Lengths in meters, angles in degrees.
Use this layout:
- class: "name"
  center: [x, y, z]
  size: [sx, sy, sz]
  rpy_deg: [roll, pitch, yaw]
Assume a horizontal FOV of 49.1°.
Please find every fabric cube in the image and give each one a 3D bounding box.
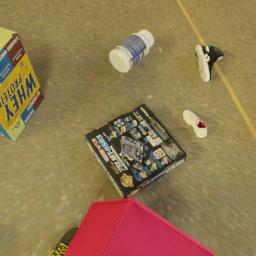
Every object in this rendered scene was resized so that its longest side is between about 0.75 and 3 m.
- class: "fabric cube"
  center: [-0.046, 2.526, 4.809]
  size: [1.911, 1.874, 1.904]
  rpy_deg: [36, 63, -13]

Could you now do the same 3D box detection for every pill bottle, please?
- class: "pill bottle"
  center: [0.152, -2.441, 8.750]
  size: [0.790, 0.790, 1.424]
  rpy_deg: [36, 66, 19]

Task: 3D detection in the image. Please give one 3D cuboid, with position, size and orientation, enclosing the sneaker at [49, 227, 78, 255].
- class: "sneaker"
  center: [-1.398, 2.775, 5.709]
  size: [0.593, 0.673, 1.592]
  rpy_deg: [22, 61, 12]

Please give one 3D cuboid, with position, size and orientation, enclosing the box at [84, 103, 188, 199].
- class: "box"
  center: [0.175, 0.521, 7.173]
  size: [1.906, 0.477, 1.921]
  rpy_deg: [-30, 64, -16]

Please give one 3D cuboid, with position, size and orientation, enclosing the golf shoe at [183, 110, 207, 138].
- class: "golf shoe"
  center: [1.848, -0.197, 7.630]
  size: [0.358, 0.435, 0.951]
  rpy_deg: [-27, 61, -14]

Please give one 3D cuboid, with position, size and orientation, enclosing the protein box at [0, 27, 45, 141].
- class: "protein box"
  center: [-3.831, -1.253, 7.090]
  size: [2.394, 2.412, 1.627]
  rpy_deg: [19, 61, 11]

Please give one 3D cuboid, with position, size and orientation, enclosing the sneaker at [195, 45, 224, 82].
- class: "sneaker"
  center: [2.621, -2.071, 8.684]
  size: [0.804, 0.525, 1.437]
  rpy_deg: [-4, 58, -1]
